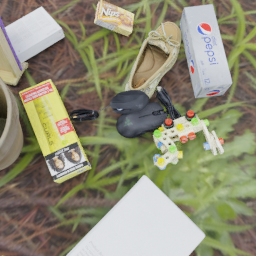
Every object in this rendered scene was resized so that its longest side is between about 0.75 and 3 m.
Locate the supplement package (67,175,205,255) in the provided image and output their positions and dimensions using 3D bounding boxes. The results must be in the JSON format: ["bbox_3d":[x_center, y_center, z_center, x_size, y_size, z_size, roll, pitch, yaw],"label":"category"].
[{"bbox_3d":[-0.072,2.709,6.094,2.911,1.708,1.702,-43,78,-11],"label":"supplement package"}]

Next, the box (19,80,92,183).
[{"bbox_3d":[-1.925,0.069,7.422,0.979,0.652,2.602,-23,75,-7],"label":"box"}]

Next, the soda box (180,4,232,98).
[{"bbox_3d":[2.169,-2.190,8.006,0.872,0.810,2.554,-8,74,-2],"label":"soda box"}]

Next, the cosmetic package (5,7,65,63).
[{"bbox_3d":[-2.854,-2.778,8.304,1.538,0.397,1.159,-36,67,-12],"label":"cosmetic package"}]

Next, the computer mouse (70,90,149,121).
[{"bbox_3d":[-0.508,-0.475,7.368,2.228,0.653,0.379,-16,54,16],"label":"computer mouse"}]

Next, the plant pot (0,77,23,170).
[{"bbox_3d":[-3.599,0.090,6.568,2.633,2.285,2.633,0,74,1],"label":"plant pot"}]

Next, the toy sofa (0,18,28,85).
[{"bbox_3d":[-3.445,-2.412,7.119,1.091,2.634,1.285,14,62,4],"label":"toy sofa"}]

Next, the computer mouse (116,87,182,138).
[{"bbox_3d":[0.509,-0.348,7.644,1.792,0.472,1.241,-25,76,-7],"label":"computer mouse"}]

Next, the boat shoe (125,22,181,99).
[{"bbox_3d":[0.786,-1.955,7.896,1.022,0.874,2.789,23,75,7],"label":"boat shoe"}]

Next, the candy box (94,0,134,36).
[{"bbox_3d":[-0.395,-3.249,8.314,1.117,0.309,0.644,13,74,-24],"label":"candy box"}]

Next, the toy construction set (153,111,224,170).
[{"bbox_3d":[1.490,0.308,7.224,1.979,0.911,1.297,-11,50,-11],"label":"toy construction set"}]
